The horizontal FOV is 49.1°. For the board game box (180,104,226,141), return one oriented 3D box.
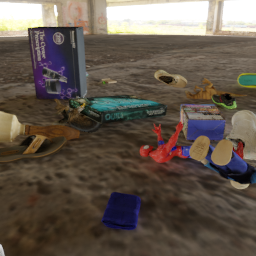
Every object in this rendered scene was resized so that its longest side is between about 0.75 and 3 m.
[{"bbox_3d":[2.298,-0.210,8.835,1.130,0.687,1.418,1,23,2],"label":"board game box"}]

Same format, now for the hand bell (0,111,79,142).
[{"bbox_3d":[-2.783,0.051,8.035,2.747,1.430,1.430,6,20,-19],"label":"hand bell"}]

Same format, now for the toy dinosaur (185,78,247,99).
[{"bbox_3d":[3.706,-1.521,12.251,2.449,0.740,1.301,-3,47,5],"label":"toy dinosaur"}]

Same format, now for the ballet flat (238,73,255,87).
[{"bbox_3d":[6.783,-2.335,13.739,2.621,0.876,0.878,12,20,30],"label":"ballet flat"}]

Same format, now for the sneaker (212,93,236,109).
[{"bbox_3d":[3.921,-1.185,11.344,0.494,0.539,1.286,-11,25,-24],"label":"sneaker"}]

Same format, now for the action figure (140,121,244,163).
[{"bbox_3d":[1.500,0.295,7.057,2.446,1.210,0.798,-2,-19,-2],"label":"action figure"}]

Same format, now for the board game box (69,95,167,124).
[{"bbox_3d":[-0.324,-0.749,9.963,2.949,0.415,1.995,-9,23,-41],"label":"board game box"}]

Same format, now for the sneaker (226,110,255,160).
[{"bbox_3d":[3.220,0.159,7.941,1.008,0.857,2.278,-11,24,4],"label":"sneaker"}]

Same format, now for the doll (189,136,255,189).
[{"bbox_3d":[1.936,0.738,5.469,1.424,0.506,2.087,11,-16,42],"label":"doll"}]

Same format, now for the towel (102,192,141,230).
[{"bbox_3d":[-0.105,1.566,5.295,0.633,0.212,0.858,10,24,5],"label":"towel"}]

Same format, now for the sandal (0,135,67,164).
[{"bbox_3d":[-2.602,0.455,7.459,1.955,0.534,0.799,-9,24,-20],"label":"sandal"}]

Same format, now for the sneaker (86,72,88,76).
[{"bbox_3d":[-2.564,-3.256,16.349,0.400,0.471,1.076,1,23,2],"label":"sneaker"}]

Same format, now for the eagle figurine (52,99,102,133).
[{"bbox_3d":[-1.646,-0.324,8.978,1.073,1.421,1.078,-24,48,22],"label":"eagle figurine"}]

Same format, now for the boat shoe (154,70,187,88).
[{"bbox_3d":[2.052,-2.199,13.127,1.739,0.620,0.561,12,31,-21],"label":"boat shoe"}]

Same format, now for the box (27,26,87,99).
[{"bbox_3d":[-2.951,-2.791,12.055,2.083,2.951,1.164,1,23,4],"label":"box"}]

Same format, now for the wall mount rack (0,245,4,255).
[{"bbox_3d":[-2.248,2.175,3.093,2.054,0.766,1.785,-4,23,-6],"label":"wall mount rack"}]

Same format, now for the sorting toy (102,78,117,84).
[{"bbox_3d":[-1.115,-2.487,14.970,0.853,0.126,0.630,-16,32,-40],"label":"sorting toy"}]
